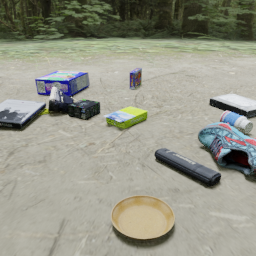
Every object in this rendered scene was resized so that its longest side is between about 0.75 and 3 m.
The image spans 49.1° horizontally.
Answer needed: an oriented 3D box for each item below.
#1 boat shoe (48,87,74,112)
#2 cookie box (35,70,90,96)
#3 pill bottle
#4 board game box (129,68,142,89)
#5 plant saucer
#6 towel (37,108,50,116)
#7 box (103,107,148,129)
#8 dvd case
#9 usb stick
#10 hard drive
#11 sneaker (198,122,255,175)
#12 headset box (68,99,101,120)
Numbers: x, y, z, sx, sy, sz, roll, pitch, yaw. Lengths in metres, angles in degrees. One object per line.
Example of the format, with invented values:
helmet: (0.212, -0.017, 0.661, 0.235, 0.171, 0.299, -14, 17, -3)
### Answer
boat shoe: (-3.282, -1.353, 13.915, 1.151, 0.927, 2.482, 8, 24, -14)
cookie box: (-3.860, -2.747, 16.859, 2.222, 0.976, 2.598, 5, 23, 16)
pill bottle: (4.333, -0.211, 11.209, 0.676, 0.676, 1.204, -12, 25, -26)
board game box: (0.496, -3.149, 17.760, 0.348, 1.044, 1.553, 8, 24, 17)
plant saucer: (0.328, 2.055, 6.331, 1.436, 0.254, 1.436, 0, 23, 0)
towel: (-4.534, -0.704, 13.079, 1.654, 0.149, 0.712, -11, 26, -26)
box: (-0.096, -0.457, 12.115, 1.086, 0.425, 1.782, 18, 29, 37)
dvd case: (-5.053, -0.690, 12.427, 1.951, 0.321, 2.595, 6, 24, 5)
usb stick: (1.739, 1.117, 8.441, 0.616, 0.362, 2.221, -19, 29, -36)
hard drive: (5.424, -1.131, 13.727, 1.661, 0.450, 2.378, -12, 26, -25)
sneaker: (3.121, 0.606, 8.786, 1.281, 1.064, 2.682, -17, 28, -31)
headset box: (-1.990, -0.891, 12.987, 1.053, 0.561, 1.209, 13, 26, 28)
